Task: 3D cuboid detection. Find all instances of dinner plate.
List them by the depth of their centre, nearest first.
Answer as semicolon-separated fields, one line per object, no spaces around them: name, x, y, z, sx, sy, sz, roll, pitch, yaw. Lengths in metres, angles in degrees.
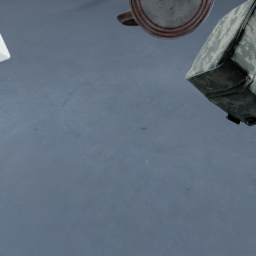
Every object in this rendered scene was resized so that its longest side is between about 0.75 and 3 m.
dinner plate;1.131;-3.548;7.438;2.290;2.290;0.278;10;25;14

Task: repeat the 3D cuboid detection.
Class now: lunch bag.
lunch bag;1.989;-1.050;4.712;1.395;1.158;1.663;35;74;-14

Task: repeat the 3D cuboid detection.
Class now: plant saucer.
plant saucer;0.338;-3.370;8.649;1.375;0.221;1.375;-4;8;1

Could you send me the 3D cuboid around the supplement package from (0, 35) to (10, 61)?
supplement package;-3.369;-1.822;4.795;1.683;1.662;2.775;-23;13;-10
